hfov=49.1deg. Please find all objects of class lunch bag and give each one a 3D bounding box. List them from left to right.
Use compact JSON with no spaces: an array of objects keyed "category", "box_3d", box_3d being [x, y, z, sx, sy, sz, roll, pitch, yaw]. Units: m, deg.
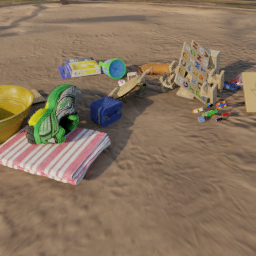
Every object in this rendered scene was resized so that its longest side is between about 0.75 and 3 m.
[{"category":"lunch bag","box_3d":[-0.708,-0.537,9.273,0.720,0.739,1.088,23,39,33]}]

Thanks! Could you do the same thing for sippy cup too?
[{"category":"sippy cup","box_3d":[-0.711,-2.725,12.759,0.946,1.204,0.883,-45,35,-14]}]

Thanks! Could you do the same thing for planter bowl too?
[{"category":"planter bowl","box_3d":[-4.159,-0.255,8.434,2.764,1.151,2.764,1,31,0]}]

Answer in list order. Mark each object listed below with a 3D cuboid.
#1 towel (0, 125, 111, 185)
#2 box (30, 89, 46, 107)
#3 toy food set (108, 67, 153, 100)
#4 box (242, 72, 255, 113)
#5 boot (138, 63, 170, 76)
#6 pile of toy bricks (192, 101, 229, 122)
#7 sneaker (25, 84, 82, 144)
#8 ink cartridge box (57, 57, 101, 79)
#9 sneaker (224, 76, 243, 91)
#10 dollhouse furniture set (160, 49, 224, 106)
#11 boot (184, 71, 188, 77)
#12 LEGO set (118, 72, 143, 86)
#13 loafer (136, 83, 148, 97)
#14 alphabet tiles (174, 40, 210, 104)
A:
[{"category":"towel","box_3d":[-2.148,0.605,7.817,2.841,0.425,2.079,9,32,20]},{"category":"box","box_3d":[-3.866,-1.132,10.823,1.026,0.134,1.255,-20,36,-29]},{"category":"toy food set","box_3d":[0.047,-1.452,10.435,2.004,0.402,1.383,-24,20,39]},{"category":"box","box_3d":[4.814,-1.291,10.102,1.251,0.163,1.530,-1,75,-1]},{"category":"boot","box_3d":[1.246,-2.650,12.909,1.192,0.568,1.541,-12,22,-19]},{"category":"pile of toy bricks","box_3d":[2.808,-0.528,9.555,1.190,0.660,0.587,-17,4,2]},{"category":"sneaker","box_3d":[-1.881,-0.372,8.268,1.138,1.042,2.671,9,40,7]},{"category":"ink cartridge box","box_3d":[-2.403,-2.943,13.510,1.818,0.427,1.796,-9,33,-18]},{"category":"sneaker","box_3d":[4.585,-1.921,11.701,1.396,0.547,0.526,-4,31,-7]},{"category":"dollhouse furniture set","box_3d":[2.828,-1.899,11.364,2.135,1.513,2.324,19,58,30]},{"category":"boot","box_3d":[2.566,-2.716,13.208,0.895,0.325,0.950,-15,34,-22]},{"category":"LEGO set","box_3d":[0.273,-2.043,11.570,0.659,0.533,1.433,3,15,40]},{"category":"loafer","box_3d":[0.541,-1.543,11.297,0.353,0.327,0.938,10,33,16]},{"category":"alphabet tiles","box_3d":[2.553,-2.180,10.449,0.078,1.732,2.072,-11,56,54]}]
